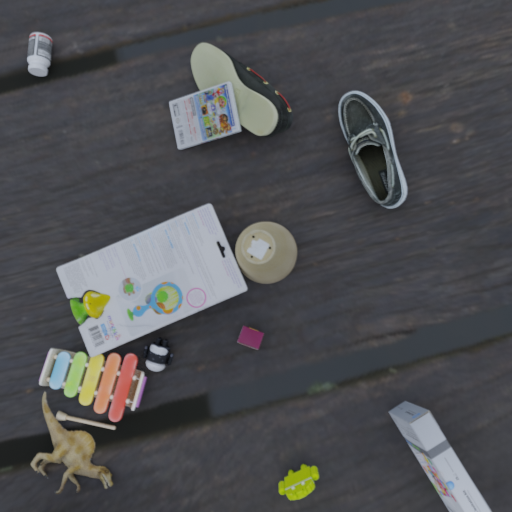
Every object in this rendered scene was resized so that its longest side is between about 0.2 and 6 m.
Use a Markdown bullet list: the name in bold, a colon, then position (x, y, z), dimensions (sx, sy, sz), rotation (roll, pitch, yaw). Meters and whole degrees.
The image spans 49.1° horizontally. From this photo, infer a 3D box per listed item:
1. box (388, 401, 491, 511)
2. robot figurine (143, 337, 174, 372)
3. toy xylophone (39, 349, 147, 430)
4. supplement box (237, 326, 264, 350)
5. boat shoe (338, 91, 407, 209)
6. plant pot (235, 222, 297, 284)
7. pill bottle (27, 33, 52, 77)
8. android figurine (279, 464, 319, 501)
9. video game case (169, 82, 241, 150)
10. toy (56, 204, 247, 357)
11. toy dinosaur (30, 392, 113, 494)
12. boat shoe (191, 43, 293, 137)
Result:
- **box**: position (3.047, 3.466, 9.256), dimensions (0.421, 1.594, 2.045), rotation (-31, 82, -3)
- **robot figurine**: position (-1.776, 1.793, 10.167), dimensions (0.452, 0.375, 0.602), rotation (15, 88, 43)
- **toy xylophone**: position (-2.907, 2.375, 10.020), dimensions (1.885, 0.473, 1.380), rotation (6, 80, 1)
- **supplement box**: position (-0.100, 1.485, 10.109), dimensions (0.408, 0.623, 0.321), rotation (20, 81, 3)
- **boat shoe**: position (2.171, -2.056, 10.507), dimensions (0.869, 0.855, 2.411), rotation (-28, 80, 26)
- **plant pot**: position (0.118, -0.099, 9.991), dimensions (1.177, 1.257, 1.177), rotation (0, 86, 6)
- **pill bottle**: position (-4.340, -4.025, 11.211), dimensions (0.435, 0.435, 0.751), rotation (2, 80, 0)
- **android figurine**: position (0.728, 3.864, 9.550), dimensions (0.742, 0.815, 0.167), rotation (-26, 98, 7)
- **video game case**: position (-0.998, -2.684, 10.786), dimensions (1.347, 0.121, 0.964), rotation (-12, 88, 22)
- **toy**: position (-1.880, 0.451, 10.258), dimensions (3.022, 0.713, 1.740), rotation (-23, 83, -5)
- **toy dinosaur**: position (-3.406, 3.448, 9.886), dimensions (1.017, 0.585, 2.011), rotation (-40, 89, -22)
- **boat shoe**: position (-0.325, -3.227, 10.928), dimensions (2.513, 0.787, 0.919), rotation (46, 124, 19)
